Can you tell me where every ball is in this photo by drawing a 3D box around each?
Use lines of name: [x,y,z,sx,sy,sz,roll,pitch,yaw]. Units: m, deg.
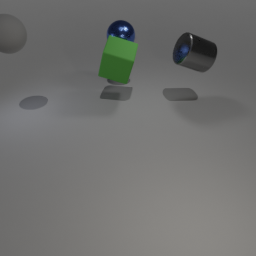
ball: [-0.346,-4.502,13.614,1.400,1.400,1.400,0,32,0]
ball: [-4.456,-3.456,10.311,1.400,1.400,1.400,0,32,0]

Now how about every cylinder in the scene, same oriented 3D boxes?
cylinder: [2.908,-3.281,12.267,1.400,1.400,1.400,11,27,-24]

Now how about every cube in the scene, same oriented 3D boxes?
cube: [-0.455,-3.123,12.853,1.400,1.400,1.400,16,50,-5]
